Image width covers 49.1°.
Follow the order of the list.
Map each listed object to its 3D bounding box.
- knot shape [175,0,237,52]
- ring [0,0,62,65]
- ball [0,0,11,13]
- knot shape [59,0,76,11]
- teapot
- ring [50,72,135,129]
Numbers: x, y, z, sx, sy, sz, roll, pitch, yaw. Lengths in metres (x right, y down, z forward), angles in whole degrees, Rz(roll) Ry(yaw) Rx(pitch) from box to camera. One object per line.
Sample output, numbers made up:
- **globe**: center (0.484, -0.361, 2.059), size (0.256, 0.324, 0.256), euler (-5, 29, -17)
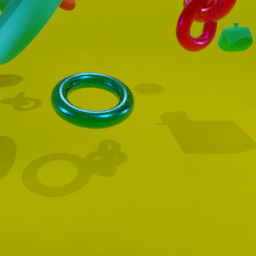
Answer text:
- **knot shape**: center (1.213, -1.916, 4.443), size (0.695, 1.407, 1.504), euler (17, 20, 3)
- **ring**: center (-1.659, -1.865, 4.516), size (2.003, 0.401, 2.003), euler (-29, 42, 30)
- **ball**: center (-3.513, -3.975, 9.179), size (1.301, 1.301, 1.301), euler (0, 32, 0)
- **knot shape**: center (-1.878, -3.715, 6.960), size (0.681, 1.379, 1.473), euler (-28, 54, -14)
- **teapot**: center (2.587, -2.214, 6.806), size (1.315, 0.644, 0.817), euler (-27, 32, -37)
- **ring**: center (-0.619, -0.532, 5.028), size (1.496, 0.299, 1.496), euler (6, 41, -5)
